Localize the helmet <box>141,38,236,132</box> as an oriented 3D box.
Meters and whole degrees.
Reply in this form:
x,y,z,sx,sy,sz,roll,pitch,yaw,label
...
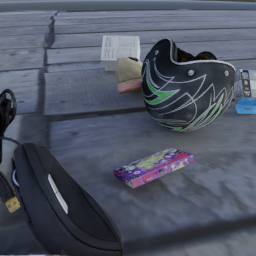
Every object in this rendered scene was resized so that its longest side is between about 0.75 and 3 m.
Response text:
x,y,z,sx,sy,sz,roll,pitch,yaw,label
1.449,-0.985,6.958,2.276,2.276,2.170,-10,51,-17,helmet

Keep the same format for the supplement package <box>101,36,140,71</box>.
x,y,z,sx,sy,sz,roll,pitch,yaw,label
-0.268,-2.993,11.352,1.425,1.073,1.081,3,-11,6,supplement package

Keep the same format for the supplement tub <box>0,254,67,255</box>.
x,y,z,sx,sy,sz,roll,pitch,yaw,label
-1.838,1.890,2.375,2.794,1.494,1.494,-2,29,3,supplement tub

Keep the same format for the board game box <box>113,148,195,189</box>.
x,y,z,sx,sy,sz,roll,pitch,yaw,label
0.510,0.757,5.591,1.420,0.229,0.852,-19,17,-23,board game box

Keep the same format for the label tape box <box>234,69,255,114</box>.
x,y,z,sx,sy,sz,roll,pitch,yaw,label
3.484,-1.032,8.009,0.859,1.200,0.397,0,-11,-21,label tape box

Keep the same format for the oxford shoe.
x,y,z,sx,sy,sz,roll,pitch,yaw,label
0.318,-1.757,8.963,1.040,1.085,2.939,-13,6,13,oxford shoe

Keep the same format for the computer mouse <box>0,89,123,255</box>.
x,y,z,sx,sy,sz,roll,pitch,yaw,label
-1.403,1.024,3.893,2.777,1.950,0.639,50,42,7,computer mouse
